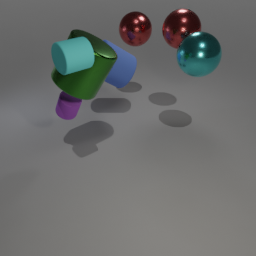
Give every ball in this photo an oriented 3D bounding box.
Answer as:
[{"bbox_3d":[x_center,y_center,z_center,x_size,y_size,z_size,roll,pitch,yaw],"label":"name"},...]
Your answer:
[{"bbox_3d":[2.247,-2.325,8.897,1.400,1.400,1.400,0,31,0],"label":"ball"},{"bbox_3d":[0.312,-4.161,11.804,1.400,1.400,1.400,0,31,0],"label":"ball"},{"bbox_3d":[1.948,-3.583,10.178,1.400,1.400,1.400,0,31,0],"label":"ball"}]

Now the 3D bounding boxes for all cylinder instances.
[{"bbox_3d":[-0.619,-2.447,10.820,1.400,1.400,1.400,23,18,-31],"label":"cylinder"},{"bbox_3d":[-1.222,-1.601,6.197,0.700,0.700,0.700,-25,39,-32],"label":"cylinder"},{"bbox_3d":[-1.870,-0.727,8.807,0.700,0.700,0.700,14,51,-17],"label":"cylinder"},{"bbox_3d":[-1.216,-1.741,7.769,1.400,1.400,1.400,27,28,-16],"label":"cylinder"}]
